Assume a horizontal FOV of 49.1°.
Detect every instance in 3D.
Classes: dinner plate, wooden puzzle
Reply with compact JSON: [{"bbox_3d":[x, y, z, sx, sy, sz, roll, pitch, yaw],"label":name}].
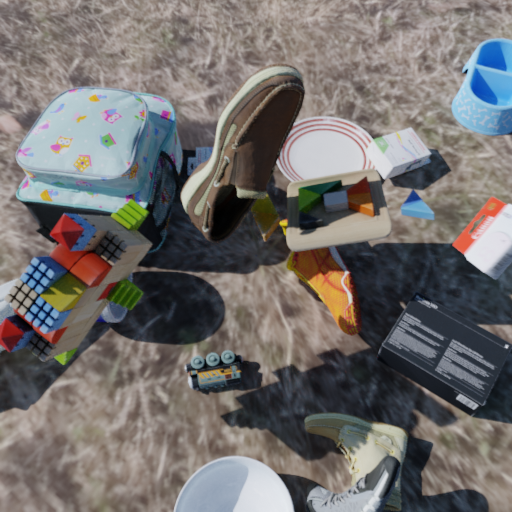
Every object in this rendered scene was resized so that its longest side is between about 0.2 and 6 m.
[{"bbox_3d":[1.594,-2.253,12.690,2.337,0.283,2.337,0,57,1],"label":"dinner plate"},{"bbox_3d":[1.326,-0.862,9.599,2.943,0.344,1.986,-13,39,5],"label":"wooden puzzle"}]

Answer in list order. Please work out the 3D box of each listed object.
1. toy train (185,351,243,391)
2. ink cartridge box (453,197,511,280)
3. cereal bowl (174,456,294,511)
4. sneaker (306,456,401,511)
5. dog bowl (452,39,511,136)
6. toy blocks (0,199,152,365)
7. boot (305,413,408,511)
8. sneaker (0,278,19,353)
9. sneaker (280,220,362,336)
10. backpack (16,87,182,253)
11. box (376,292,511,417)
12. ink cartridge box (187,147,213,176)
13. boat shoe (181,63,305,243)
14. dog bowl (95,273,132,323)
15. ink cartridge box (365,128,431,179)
[{"bbox_3d":[-0.721,2.023,9.835,1.028,0.438,0.586,-9,67,-6],"label":"toy train"},{"bbox_3d":[3.202,-0.318,7.685,0.328,0.934,1.149,29,16,-28],"label":"ink cartridge box"},{"bbox_3d":[-0.328,3.967,8.355,1.769,0.737,1.769,0,57,-1],"label":"cereal bowl"},{"bbox_3d":[1.289,3.545,8.240,1.082,0.703,1.873,29,103,29],"label":"sneaker"},{"bbox_3d":[5.868,-4.236,13.716,1.652,0.734,2.963,19,58,12],"label":"dog bowl"},{"bbox_3d":[-2.400,0.422,7.169,1.266,1.731,2.533,38,98,5],"label":"toy blocks"},{"bbox_3d":[1.526,3.271,8.918,1.681,0.612,1.306,11,59,4],"label":"boot"},{"bbox_3d":[-4.753,1.592,9.832,3.219,1.172,1.363,-36,80,-17],"label":"sneaker"},{"bbox_3d":[1.240,0.359,10.721,1.103,1.043,2.858,-24,52,5],"label":"sneaker"},{"bbox_3d":[-2.968,-1.967,11.256,2.857,2.491,3.250,6,50,10],"label":"backpack"},{"bbox_3d":[3.280,1.694,9.841,1.860,0.734,1.313,31,65,19],"label":"box"},{"bbox_3d":[-1.051,-2.122,12.563,1.004,0.338,0.588,-3,57,-2],"label":"ink cartridge box"},{"bbox_3d":[-0.091,-1.419,8.905,1.222,3.309,1.224,-4,58,-33],"label":"boat shoe"},{"bbox_3d":[-2.764,0.419,10.173,0.614,1.559,1.559,1,57,4],"label":"dog bowl"},{"bbox_3d":[3.259,-2.321,12.443,1.419,0.478,0.831,-21,69,-24],"label":"ink cartridge box"}]
